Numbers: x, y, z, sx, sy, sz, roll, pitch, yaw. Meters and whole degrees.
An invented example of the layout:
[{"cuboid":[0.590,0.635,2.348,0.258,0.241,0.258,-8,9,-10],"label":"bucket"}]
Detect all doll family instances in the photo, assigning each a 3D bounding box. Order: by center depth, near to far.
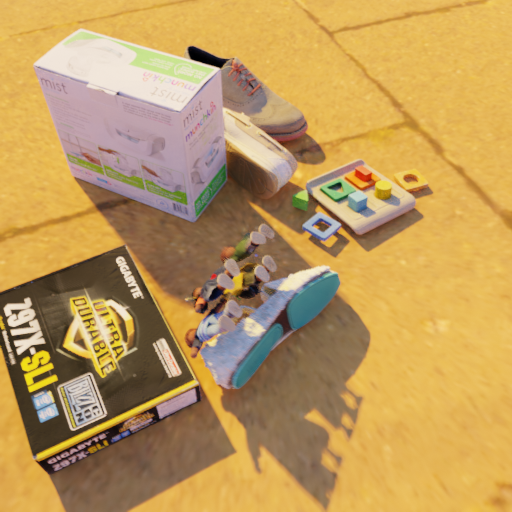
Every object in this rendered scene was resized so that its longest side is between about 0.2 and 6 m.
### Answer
[{"cuboid":[-0.436,0.504,7.957,0.837,1.233,2.133,51,50,-9],"label":"doll family"}]

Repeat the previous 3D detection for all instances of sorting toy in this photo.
[{"cuboid":[1.955,-1.227,10.445,2.828,0.385,1.593,-25,51,-22],"label":"sorting toy"}]

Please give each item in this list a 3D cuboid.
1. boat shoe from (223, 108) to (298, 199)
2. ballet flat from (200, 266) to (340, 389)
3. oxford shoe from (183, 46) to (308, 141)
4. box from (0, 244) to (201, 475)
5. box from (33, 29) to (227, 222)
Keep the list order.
[{"cuboid":[-0.434,-2.278,11.012,2.964,1.093,1.025,43,57,18],"label":"boat shoe"},{"cuboid":[0.190,0.872,8.470,0.948,0.948,2.641,35,57,25],"label":"ballet flat"},{"cuboid":[-0.357,-3.417,11.768,3.251,1.216,1.145,27,56,21],"label":"oxford shoe"},{"cuboid":[-2.426,1.355,8.227,2.274,0.703,2.847,-23,55,-16],"label":"box"},{"cuboid":[-2.121,-2.281,9.992,2.873,2.535,1.389,21,54,17],"label":"box"}]
